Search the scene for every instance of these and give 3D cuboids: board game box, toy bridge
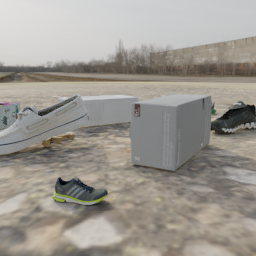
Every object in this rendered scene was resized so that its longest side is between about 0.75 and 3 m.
[{"bbox_3d":[-5.666,-0.393,10.268,2.106,0.917,2.854,2,12,13],"label":"board game box"},{"bbox_3d":[-2.165,0.352,8.495,0.399,0.161,1.186,4,12,31],"label":"toy bridge"}]

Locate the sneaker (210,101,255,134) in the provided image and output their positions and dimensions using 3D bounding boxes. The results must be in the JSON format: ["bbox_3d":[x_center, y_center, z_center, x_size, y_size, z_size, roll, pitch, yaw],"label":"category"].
[{"bbox_3d":[3.758,-0.424,9.983,2.352,1.064,0.782,-7,13,-29],"label":"sneaker"}]

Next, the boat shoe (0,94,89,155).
[{"bbox_3d":[-2.549,-0.153,7.658,2.958,0.972,1.065,-18,23,-13],"label":"boat shoe"}]

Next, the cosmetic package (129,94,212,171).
[{"bbox_3d":[1.209,-0.051,7.203,1.267,1.501,2.811,6,15,28],"label":"cosmetic package"}]

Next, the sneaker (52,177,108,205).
[{"bbox_3d":[-0.810,1.035,4.688,0.952,0.385,0.352,1,12,6],"label":"sneaker"}]

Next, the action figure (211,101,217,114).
[{"bbox_3d":[3.043,-1.152,14.357,2.615,0.715,1.545,2,4,1],"label":"action figure"}]

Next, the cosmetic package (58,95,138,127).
[{"bbox_3d":[-1.197,-0.752,11.528,2.970,1.058,1.506,-7,14,-30],"label":"cosmetic package"}]
